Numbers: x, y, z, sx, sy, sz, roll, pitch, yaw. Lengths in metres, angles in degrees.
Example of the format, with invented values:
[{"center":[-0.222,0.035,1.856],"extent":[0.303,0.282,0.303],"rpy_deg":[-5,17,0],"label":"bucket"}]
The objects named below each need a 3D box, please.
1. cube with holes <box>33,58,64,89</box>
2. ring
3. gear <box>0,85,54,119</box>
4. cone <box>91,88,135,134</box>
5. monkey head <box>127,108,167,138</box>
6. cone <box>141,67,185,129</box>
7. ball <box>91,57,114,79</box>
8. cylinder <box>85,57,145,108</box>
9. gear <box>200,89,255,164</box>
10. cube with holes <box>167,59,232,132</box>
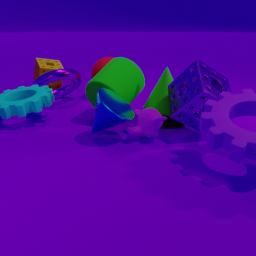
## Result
[{"center":[-3.361,-2.249,11.829],"extent":[0.993,0.993,0.993],"rpy_deg":[0,35,-30],"label":"cube with holes"},{"center":[-2.564,-1.559,10.127],"extent":[1.844,0.369,1.844],"rpy_deg":[-21,-12,-5],"label":"ring"},{"center":[-3.156,-0.815,8.304],"extent":[1.834,0.339,1.834],"rpy_deg":[-5,27,3],"label":"gear"},{"center":[-0.607,-0.216,7.021],"extent":[1.108,1.112,1.108],"rpy_deg":[33,26,-18],"label":"cone"},{"center":[0.413,-0.147,6.983],"extent":[0.867,0.726,1.206],"rpy_deg":[2,11,-34],"label":"monkey head"},{"center":[1.091,-1.000,8.183],"extent":[1.555,1.561,1.555],"rpy_deg":[1,24,0],"label":"cone"},{"center":[-0.728,-2.027,10.738],"extent":[1.363,1.363,1.363],"rpy_deg":[0,21,0],"label":"ball"},{"center":[-0.370,-1.214,8.394],"extent":[1.321,1.321,1.321],"rpy_deg":[14,50,32],"label":"cylinder"},{"center":[2.496,-0.084,5.475],"extent":[2.066,0.382,2.066],"rpy_deg":[-4,37,3],"label":"gear"},{"center":[1.840,-0.784,7.176],"extent":[1.129,1.129,1.129],"rpy_deg":[24,47,-26],"label":"cube with holes"}]
